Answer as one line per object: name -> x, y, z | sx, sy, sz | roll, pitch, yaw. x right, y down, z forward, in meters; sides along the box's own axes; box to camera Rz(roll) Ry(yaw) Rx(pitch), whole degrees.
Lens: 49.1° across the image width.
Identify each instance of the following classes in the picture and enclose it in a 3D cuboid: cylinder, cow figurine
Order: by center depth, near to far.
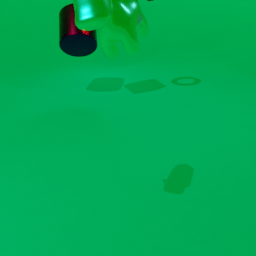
cow figurine -> -0.195, -1.383, 3.360 | 0.596, 1.068, 1.085 | -2, 42, 29
cylinder -> -1.746, -3.383, 9.766 | 1.297, 1.297, 1.297 | -3, 69, -6

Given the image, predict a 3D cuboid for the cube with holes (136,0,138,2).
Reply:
cube with holes -> -0.414, -3.740, 9.028 | 1.056, 1.056, 1.056 | -11, 31, -24
